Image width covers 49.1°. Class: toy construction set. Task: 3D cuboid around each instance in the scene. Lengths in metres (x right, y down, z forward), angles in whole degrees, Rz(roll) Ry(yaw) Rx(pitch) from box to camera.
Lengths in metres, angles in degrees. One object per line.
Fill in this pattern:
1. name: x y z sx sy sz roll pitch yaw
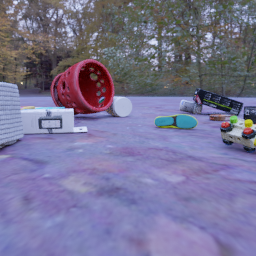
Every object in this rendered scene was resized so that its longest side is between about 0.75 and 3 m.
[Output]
1. toy construction set: 2.755 0.037 6.067 1.215 0.854 1.854 -29 11 -21

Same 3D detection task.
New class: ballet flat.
1. ballet flat: 1.608 -0.200 9.340 1.461 0.488 0.490 1 -5 22

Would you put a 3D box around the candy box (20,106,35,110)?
1. candy box: -4.131 -0.297 8.958 1.525 0.738 2.614 1 10 0

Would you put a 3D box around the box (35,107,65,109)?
1. box: -3.744 -0.495 10.847 2.420 0.595 0.996 1 8 7

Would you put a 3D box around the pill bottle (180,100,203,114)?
1. pill bottle: 3.362 -1.105 14.897 1.112 0.633 0.633 14 13 23

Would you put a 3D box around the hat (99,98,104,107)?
1. hat: -1.081 -1.151 17.197 1.576 1.387 1.305 -26 22 28

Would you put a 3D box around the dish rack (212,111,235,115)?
1. dish rack: 4.431 -0.618 13.049 0.996 0.272 0.764 0 6 11

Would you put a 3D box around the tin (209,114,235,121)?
1. tin: 3.992 -0.444 11.862 1.203 0.252 0.674 -4 5 -26

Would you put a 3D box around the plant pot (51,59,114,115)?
1. plant pot: -2.104 -1.713 12.715 2.121 2.329 2.329 -9 0 42

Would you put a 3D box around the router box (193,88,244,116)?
1. router box: 4.523 -1.363 14.329 2.282 0.709 1.710 20 12 7

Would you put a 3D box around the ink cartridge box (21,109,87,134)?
1. ink cartridge box: -2.280 -0.234 8.666 1.997 0.678 1.159 -1 8 -11

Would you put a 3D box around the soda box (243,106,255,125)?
1. soda box: 4.180 -0.094 7.110 0.910 0.815 2.572 -2 9 -20

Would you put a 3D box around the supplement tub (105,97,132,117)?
1. supplement tub: -0.504 -1.042 13.546 0.945 0.945 1.432 -4 10 -24

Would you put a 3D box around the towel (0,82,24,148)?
1. towel: -3.025 -0.292 6.353 0.744 1.440 1.739 -3 6 -1
